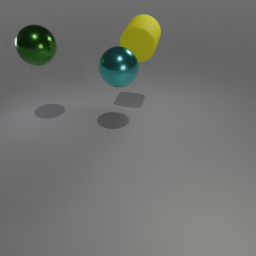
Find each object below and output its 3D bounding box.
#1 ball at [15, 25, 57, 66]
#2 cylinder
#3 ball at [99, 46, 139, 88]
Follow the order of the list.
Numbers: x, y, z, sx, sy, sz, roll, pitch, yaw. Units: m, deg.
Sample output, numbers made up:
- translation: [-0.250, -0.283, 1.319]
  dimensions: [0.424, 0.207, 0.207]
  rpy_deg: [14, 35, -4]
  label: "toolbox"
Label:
- translation: [-3.250, -2.925, 9.937]
  dimensions: [1.400, 1.400, 1.400]
  rpy_deg: [0, 30, 0]
  label: "ball"
- translation: [0.503, -3.555, 11.086]
  dimensions: [1.400, 1.400, 1.400]
  rpy_deg: [7, 42, 12]
  label: "cylinder"
- translation: [-0.317, -2.109, 9.693]
  dimensions: [1.400, 1.400, 1.400]
  rpy_deg: [0, 30, 0]
  label: "ball"
